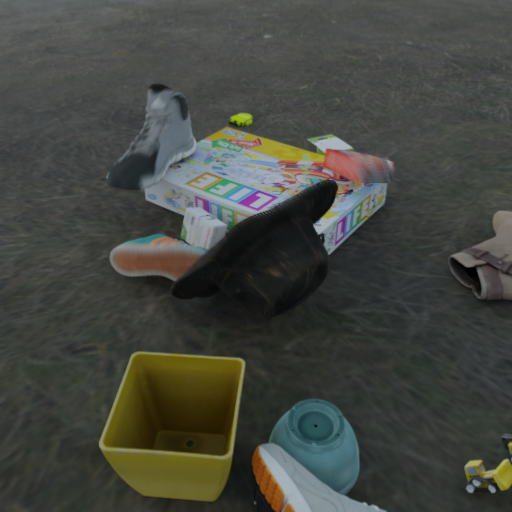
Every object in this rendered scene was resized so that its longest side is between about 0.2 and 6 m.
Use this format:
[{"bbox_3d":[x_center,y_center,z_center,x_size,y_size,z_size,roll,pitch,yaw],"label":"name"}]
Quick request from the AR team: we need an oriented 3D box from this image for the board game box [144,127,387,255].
[{"bbox_3d":[0.183,-1.522,12.510,4.540,0.777,3.052,22,42,28],"label":"board game box"}]

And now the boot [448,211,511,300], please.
[{"bbox_3d":[4.484,-0.050,10.556,1.760,0.846,2.407,-12,31,-5],"label":"boot"}]

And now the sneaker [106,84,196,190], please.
[{"bbox_3d":[-2.245,-2.642,11.749,1.136,1.748,3.027,11,32,15],"label":"sneaker"}]

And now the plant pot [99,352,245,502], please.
[{"bbox_3d":[-0.926,2.208,6.962,1.468,1.295,1.468,3,37,4],"label":"plant pot"}]

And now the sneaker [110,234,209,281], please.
[{"bbox_3d":[-1.531,-0.029,10.252,2.181,0.778,0.871,7,29,17],"label":"sneaker"}]

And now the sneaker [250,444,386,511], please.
[{"bbox_3d":[0.952,3.065,6.244,1.180,0.971,2.565,-17,46,-34],"label":"sneaker"}]

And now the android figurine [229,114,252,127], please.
[{"bbox_3d":[-0.432,-4.008,16.522,0.691,0.156,0.759,23,43,29],"label":"android figurine"}]

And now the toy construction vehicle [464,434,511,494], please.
[{"bbox_3d":[3.301,2.459,6.864,1.113,0.450,1.279,-16,-6,-43],"label":"toy construction vehicle"}]

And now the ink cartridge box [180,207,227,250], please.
[{"bbox_3d":[-1.054,-0.488,11.177,0.383,0.661,0.913,-9,33,-44],"label":"ink cartridge box"}]

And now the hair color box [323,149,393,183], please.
[{"bbox_3d":[2.070,-1.865,11.544,0.733,0.442,1.443,-2,21,-26],"label":"hair color box"}]

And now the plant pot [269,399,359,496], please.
[{"bbox_3d":[0.737,2.367,7.151,1.226,0.821,1.226,0,35,0],"label":"plant pot"}]

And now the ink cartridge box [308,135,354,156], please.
[{"bbox_3d":[1.916,-2.727,14.541,0.797,0.408,1.078,-15,37,-19],"label":"ink cartridge box"}]

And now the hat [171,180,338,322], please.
[{"bbox_3d":[0.290,0.233,8.926,3.212,3.212,1.296,-28,78,-33],"label":"hat"}]
